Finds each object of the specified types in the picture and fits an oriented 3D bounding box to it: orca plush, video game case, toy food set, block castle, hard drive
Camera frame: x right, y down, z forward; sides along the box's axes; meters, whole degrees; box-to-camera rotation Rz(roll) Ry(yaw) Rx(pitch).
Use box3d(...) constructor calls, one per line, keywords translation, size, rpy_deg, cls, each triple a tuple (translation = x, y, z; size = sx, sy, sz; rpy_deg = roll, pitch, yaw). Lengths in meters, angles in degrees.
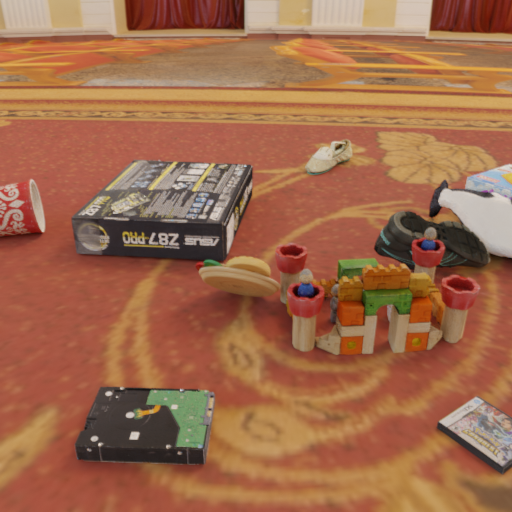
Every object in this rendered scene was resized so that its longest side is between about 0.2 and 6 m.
box3d(translation=(4.558, -0.502, 10.979), size=(1.503, 1.016, 2.857), rpy_deg=(-56, 33, -6), cls="orca plush")
box3d(translation=(2.660, 2.016, 6.402), size=(0.779, 0.110, 0.862), rpy_deg=(-18, 32, -32), cls="video game case")
box3d(translation=(-0.274, 0.328, 8.726), size=(1.325, 0.326, 1.339), rpy_deg=(2, -18, 28), cls="toy food set")
box3d(translation=(1.687, 0.409, 8.315), size=(2.690, 1.262, 1.798), rpy_deg=(-2, 27, -4), cls="block castle")
box3d(translation=(-1.219, 1.922, 6.412), size=(1.416, 0.268, 0.990), rpy_deg=(0, 27, 2), cls="hard drive")

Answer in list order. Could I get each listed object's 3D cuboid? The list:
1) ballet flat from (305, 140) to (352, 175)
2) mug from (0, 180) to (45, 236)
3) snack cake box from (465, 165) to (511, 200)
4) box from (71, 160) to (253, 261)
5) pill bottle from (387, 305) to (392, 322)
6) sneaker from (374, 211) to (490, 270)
box3d(translation=(1.976, -2.768, 15.341), size=(0.674, 0.623, 1.999), rpy_deg=(18, 32, 32), cls="ballet flat")
box3d(translation=(-5.185, -0.772, 11.278), size=(1.619, 1.437, 1.080), rpy_deg=(-11, 65, -12), cls="mug")
box3d(translation=(5.875, -0.923, 11.283), size=(1.651, 0.964, 2.871), rpy_deg=(-20, 33, -32), cls="snack cake box")
box3d(translation=(-1.732, -1.094, 11.722), size=(2.924, 0.891, 3.628), rpy_deg=(4, 27, 5), cls="box")
box3d(translation=(2.294, 0.847, 8.480), size=(0.548, 0.328, 0.328), rpy_deg=(-1, 27, -2), cls="pill bottle")
box3d(translation=(3.109, -0.170, 9.920), size=(2.213, 0.877, 0.834), rpy_deg=(15, 47, -19), cls="sneaker")
